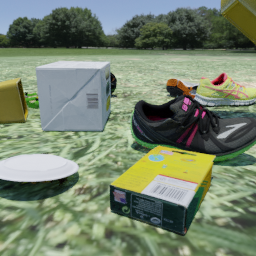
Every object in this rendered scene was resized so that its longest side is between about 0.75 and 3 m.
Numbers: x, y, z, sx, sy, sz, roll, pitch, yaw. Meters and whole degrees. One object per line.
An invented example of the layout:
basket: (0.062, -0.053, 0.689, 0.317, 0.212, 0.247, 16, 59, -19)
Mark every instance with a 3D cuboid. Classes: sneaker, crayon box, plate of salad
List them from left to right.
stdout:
plate of salad: (-1.726, 0.802, 5.227, 1.583, 0.380, 1.583, 4, 8, -1)
crayon box: (0.691, 0.890, 4.738, 1.213, 0.485, 1.910, 10, 21, 28)
sneaker: (2.780, -1.710, 12.680, 2.228, 0.844, 1.025, 24, 21, 37)
sneaker: (1.403, -0.074, 6.175, 2.924, 1.225, 1.122, 4, 38, 16)
sneaker: (4.041, -1.570, 11.226, 2.807, 1.268, 1.097, -4, 16, -17)

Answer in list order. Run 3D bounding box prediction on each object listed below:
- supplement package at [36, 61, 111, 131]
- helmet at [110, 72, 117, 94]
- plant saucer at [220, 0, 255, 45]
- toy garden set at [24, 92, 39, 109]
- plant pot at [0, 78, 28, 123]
supplement package: (-1.548, -1.115, 8.831, 1.803, 1.816, 2.393, 1, 18, 2)
helmet: (-1.072, -1.988, 12.923, 1.081, 1.030, 1.081, 18, 47, -20)
plant saucer: (3.675, -3.093, 7.955, 2.455, 0.595, 2.454, 40, 10, -3)
toy garden set: (-3.310, -1.417, 11.851, 2.918, 0.582, 2.432, 12, 21, 34)
plant pot: (-4.066, -0.843, 9.071, 1.316, 1.278, 1.287, -10, 19, -12)
